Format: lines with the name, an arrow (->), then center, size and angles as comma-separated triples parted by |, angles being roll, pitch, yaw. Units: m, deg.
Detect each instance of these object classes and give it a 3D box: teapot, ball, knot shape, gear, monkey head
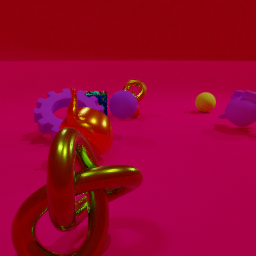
teapot -> -0.805, -0.014, 5.621 | 1.104, 1.775, 0.869 | 3, 57, 26
ball -> 2.884, -0.953, 10.433 | 0.724, 0.724, 0.724 | 0, 15, 0
knot shape -> -0.492, 0.632, 2.755 | 0.665, 1.347, 1.440 | 23, 47, 36
knot shape -> 0.056, -0.915, 9.848 | 0.651, 1.409, 1.318 | 22, -38, -24
ball -> -0.124, -0.599, 7.248 | 0.741, 0.741, 0.741 | 0, 15, 0
gear -> -1.534, -0.373, 7.367 | 1.766, 0.327, 1.766 | 7, 43, -6
monkey head -> 3.441, -0.503, 8.054 | 1.200, 1.005, 1.668 | 12, 1, -28

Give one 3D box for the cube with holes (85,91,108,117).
cube with holes -> -1.133, -0.767, 9.456 | 0.862, 0.862, 0.862 | -1, 15, -5
